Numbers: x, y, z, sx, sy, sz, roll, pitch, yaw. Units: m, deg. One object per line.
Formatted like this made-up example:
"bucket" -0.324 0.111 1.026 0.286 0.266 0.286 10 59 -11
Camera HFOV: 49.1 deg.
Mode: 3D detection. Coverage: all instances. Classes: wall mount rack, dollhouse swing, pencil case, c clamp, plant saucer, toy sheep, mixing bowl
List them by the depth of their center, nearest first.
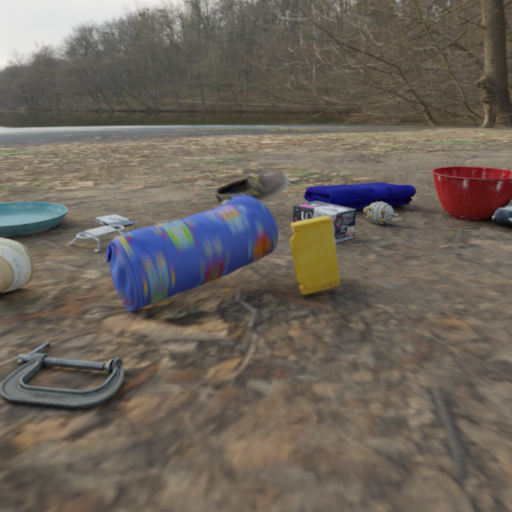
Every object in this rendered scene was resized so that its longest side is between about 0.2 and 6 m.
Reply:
"c clamp" -2.030 1.228 5.999 1.447 0.196 1.236 5 17 16
"pencil case" -0.933 -0.143 8.336 2.641 1.030 1.147 -23 64 -32
"dollhouse swing" 0.780 -0.048 8.679 0.943 1.038 0.912 -13 10 -25
"wall mount rack" -3.153 -0.357 11.048 0.913 0.392 1.050 16 23 34
"plant saucer" -5.550 -0.802 12.527 2.572 0.352 2.572 -1 17 0
"toy sheep" 2.837 -0.964 12.760 0.835 0.575 0.575 19 24 33
"mixing bowl" 5.227 -1.469 13.422 2.042 1.106 2.042 0 16 0

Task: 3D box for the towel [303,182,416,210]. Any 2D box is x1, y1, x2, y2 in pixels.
"towel" 2.689 -1.553 14.766 2.466 0.611 1.821 -5 11 -16

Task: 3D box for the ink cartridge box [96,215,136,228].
"ink cartridge box" -3.233 -0.819 12.931 0.702 0.142 0.700 -13 21 -38

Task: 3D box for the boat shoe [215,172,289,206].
"boat shoe" -0.120 -1.673 13.755 1.842 0.548 0.662 -17 51 19

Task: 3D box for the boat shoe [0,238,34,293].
"boat shoe" -4.867 0.108 8.223 2.886 1.064 0.998 1 11 1

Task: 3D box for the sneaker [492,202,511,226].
"sneaker" 6.257 -1.237 12.774 2.377 1.026 0.923 -11 20 -32

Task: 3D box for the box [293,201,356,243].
"box" 1.404 -0.724 11.716 0.750 0.651 1.135 -14 21 -39
